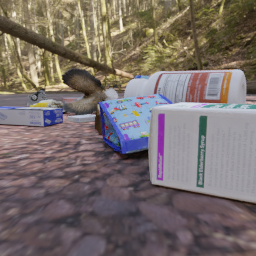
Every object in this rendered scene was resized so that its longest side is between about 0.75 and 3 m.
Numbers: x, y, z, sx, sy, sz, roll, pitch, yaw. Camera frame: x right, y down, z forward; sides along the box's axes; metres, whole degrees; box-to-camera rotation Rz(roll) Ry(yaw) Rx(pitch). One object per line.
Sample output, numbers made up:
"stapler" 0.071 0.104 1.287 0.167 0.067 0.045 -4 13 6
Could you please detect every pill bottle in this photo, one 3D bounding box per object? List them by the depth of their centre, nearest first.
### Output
"pill bottle" 1.477 -0.695 7.520 2.991 1.678 1.678 5 10 29

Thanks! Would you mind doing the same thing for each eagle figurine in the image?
"eagle figurine" -1.854 -1.475 12.922 1.874 1.864 2.470 42 11 20

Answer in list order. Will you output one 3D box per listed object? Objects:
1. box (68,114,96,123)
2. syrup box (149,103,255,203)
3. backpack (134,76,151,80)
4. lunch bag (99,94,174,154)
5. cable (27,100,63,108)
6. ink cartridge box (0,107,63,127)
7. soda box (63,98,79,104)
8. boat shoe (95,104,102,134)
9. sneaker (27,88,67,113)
"box" -1.583 -0.349 10.195 0.960 0.198 0.748 -7 11 -44
"syrup box" 1.619 0.250 3.334 2.590 1.055 1.020 6 10 29
"backpack" 1.727 -1.512 12.842 2.597 1.747 2.371 6 10 28
"lunch bag" 0.373 -0.049 5.617 1.520 0.950 2.019 -9 15 -14
"cable" -4.081 -0.804 11.253 2.980 0.750 1.447 2 6 1
"ink cartridge box" -3.564 -0.415 9.463 2.449 0.542 1.151 3 8 19
"soda box" -2.880 -1.455 16.200 1.741 0.595 0.553 -6 10 -34
"boat shoe" -0.607 -0.225 8.061 0.597 0.698 1.904 4 18 -13
"sneaker" -3.663 -1.253 12.891 2.040 1.178 0.765 -1 9 -5
